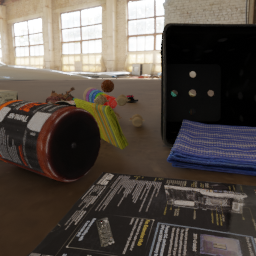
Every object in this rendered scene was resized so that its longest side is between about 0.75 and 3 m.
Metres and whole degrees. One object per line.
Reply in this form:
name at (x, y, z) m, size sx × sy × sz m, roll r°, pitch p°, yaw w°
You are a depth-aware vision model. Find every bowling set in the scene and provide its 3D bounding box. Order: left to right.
bowling set at (-0.488, -0.832, 9.404) m, size 2.227 × 1.550 × 1.196 m, roll 4°, pitch 11°, yaw 1°

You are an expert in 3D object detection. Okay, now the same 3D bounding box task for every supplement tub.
supplement tub at (-1.772, 0.141, 5.258) m, size 2.412 × 1.290 × 1.290 m, roll 9°, pitch 15°, yaw 35°

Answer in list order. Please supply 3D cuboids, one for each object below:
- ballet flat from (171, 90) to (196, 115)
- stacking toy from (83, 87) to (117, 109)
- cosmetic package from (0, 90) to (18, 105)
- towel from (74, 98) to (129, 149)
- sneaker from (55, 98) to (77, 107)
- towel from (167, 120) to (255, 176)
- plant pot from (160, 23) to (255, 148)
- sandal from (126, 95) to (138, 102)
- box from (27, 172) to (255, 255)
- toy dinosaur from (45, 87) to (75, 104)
ballet flat at (2.261, -0.853, 10.562) m, size 1.049 × 1.049 × 2.871 m, roll -2°, pitch 18°, yaw -9°
stacking toy at (-1.251, -1.397, 13.580) m, size 0.908 × 0.908 × 2.127 m, roll -10°, pitch 21°, yaw -40°
cosmetic package at (-5.163, -0.860, 10.292) m, size 2.187 × 1.130 × 0.954 m, roll 7°, pitch 13°, yaw 24°
towel at (-0.792, -0.216, 7.359) m, size 0.228 × 1.087 × 2.525 m, roll -28°, pitch 21°, yaw -20°
sneaker at (-2.534, -1.007, 12.163) m, size 1.364 × 0.570 × 0.824 m, roll 3°, pitch 15°, yaw -23°
towel at (2.083, 0.295, 6.284) m, size 2.048 × 0.337 × 2.828 m, roll 5°, pitch 18°, yaw 16°
plant pot at (2.149, -1.048, 7.818) m, size 2.891 × 2.884 × 2.564 m, roll -1°, pitch 3°, yaw -5°
sandal at (0.026, -1.695, 15.825) m, size 0.641 × 0.385 × 1.708 m, roll -5°, pitch 13°, yaw -24°
box at (0.342, 1.141, 2.133) m, size 2.041 × 0.644 × 2.589 m, roll 3°, pitch 13°, yaw 13°
toy dinosaur at (-3.286, -1.380, 13.495) m, size 2.008 × 0.862 × 1.361 m, roll -5°, pitch 18°, yaw 5°
